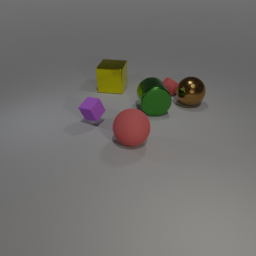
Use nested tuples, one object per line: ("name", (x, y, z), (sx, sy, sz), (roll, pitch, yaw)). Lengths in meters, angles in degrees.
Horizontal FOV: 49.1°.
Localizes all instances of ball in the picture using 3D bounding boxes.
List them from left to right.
("ball", (0.132, -0.024, 10.387), (1.400, 1.400, 1.400), (0, 30, 0))
("ball", (3.011, -1.764, 13.454), (1.400, 1.400, 1.400), (0, 30, 0))

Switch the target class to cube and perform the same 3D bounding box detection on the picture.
("cube", (-1.496, -0.792, 11.698), (0.700, 0.700, 0.700), (11, 52, 35))
("cube", (-0.841, -2.810, 15.207), (1.400, 1.400, 1.400), (5, 34, 10))

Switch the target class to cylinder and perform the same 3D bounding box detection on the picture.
("cylinder", (1.180, -1.455, 12.903), (1.400, 1.400, 1.400), (-3, 30, -5))
("cylinder", (2.184, -2.178, 14.593), (0.700, 0.700, 0.700), (30, 22, -20))
